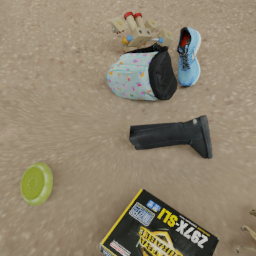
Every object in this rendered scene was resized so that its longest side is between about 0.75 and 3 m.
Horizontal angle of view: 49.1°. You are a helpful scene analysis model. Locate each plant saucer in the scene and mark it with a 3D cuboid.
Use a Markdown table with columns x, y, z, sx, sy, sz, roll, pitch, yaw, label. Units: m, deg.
| x | y | z | sx | sy | sz | roll | pitch | yaw | label |
| --- | --- | --- | --- | --- | --- | --- | --- | --- | --- |
| -2.207 | 1.309 | 6.612 | 1.020 | 0.158 | 1.020 | -9 | 71 | 27 | plant saucer |

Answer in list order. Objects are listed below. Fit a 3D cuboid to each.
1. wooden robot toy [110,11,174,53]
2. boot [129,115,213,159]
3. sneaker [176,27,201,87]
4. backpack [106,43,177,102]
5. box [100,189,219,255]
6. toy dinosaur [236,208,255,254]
| x | y | z | sx | sy | sz | roll | pitch | yaw | label |
| --- | --- | --- | --- | --- | --- | --- | --- | --- | --- |
| 0.264 | -3.377 | 10.430 | 2.893 | 1.313 | 1.274 | -10 | 72 | -40 | wooden robot toy |
| 1.136 | 0.378 | 7.245 | 1.926 | 1.587 | 0.632 | -12 | 47 | 14 | boot |
| 1.866 | -2.358 | 9.270 | 0.802 | 0.921 | 2.047 | -2 | 82 | 36 | sneaker |
| 0.345 | -1.626 | 8.621 | 2.021 | 1.687 | 1.279 | 12 | 46 | 35 | backpack |
| 0.620 | 2.279 | 5.462 | 1.847 | 0.456 | 1.475 | 31 | 52 | 18 | box |
| 2.891 | 2.473 | 5.211 | 1.197 | 0.689 | 2.367 | -22 | 46 | -7 | toy dinosaur |
